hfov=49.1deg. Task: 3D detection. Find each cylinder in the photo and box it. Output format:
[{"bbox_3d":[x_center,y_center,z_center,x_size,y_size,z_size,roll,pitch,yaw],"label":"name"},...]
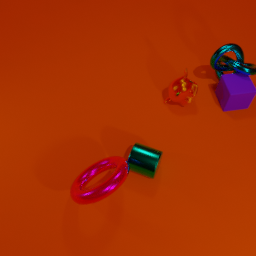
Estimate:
[{"bbox_3d":[0.449,0.861,7.440,0.773,0.773,0.773,19,58,13],"label":"cylinder"}]

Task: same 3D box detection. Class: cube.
[{"bbox_3d":[3.338,-1.126,8.744,0.833,0.833,0.833,-7,56,-5],"label":"cube"}]

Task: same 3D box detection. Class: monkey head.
[{"bbox_3d":[1.706,-1.240,8.703,0.832,1.382,0.994,30,39,-1],"label":"monkey head"}]

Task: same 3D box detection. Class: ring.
[{"bbox_3d":[-0.696,1.252,6.905,1.629,0.326,1.629,-26,19,10],"label":"ring"}]

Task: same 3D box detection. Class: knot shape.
[{"bbox_3d":[3.192,-2.034,8.768,1.557,1.457,0.720,9,71,50],"label":"knot shape"}]
